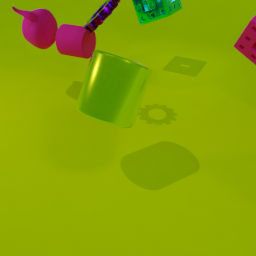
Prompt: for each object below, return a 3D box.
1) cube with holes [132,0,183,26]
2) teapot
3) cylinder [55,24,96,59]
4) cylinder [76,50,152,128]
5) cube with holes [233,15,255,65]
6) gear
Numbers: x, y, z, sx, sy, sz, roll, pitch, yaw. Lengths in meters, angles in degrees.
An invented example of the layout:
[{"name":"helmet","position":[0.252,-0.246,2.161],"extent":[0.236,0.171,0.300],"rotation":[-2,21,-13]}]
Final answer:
[{"name":"cube with holes","position":[1.021,-4.582,10.016],"extent":[1.220,1.220,1.220],"rotation":[-3,29,37]},{"name":"teapot","position":[-2.831,-3.131,8.713],"extent":[0.955,1.950,1.212],"rotation":[12,80,12]},{"name":"cylinder","position":[-1.593,-2.674,8.639],"extent":[0.933,0.933,0.933],"rotation":[14,42,16]},{"name":"cylinder","position":[-0.308,-0.826,6.046],"extent":[1.327,1.327,1.327],"rotation":[18,9,-3]},{"name":"cube with holes","position":[3.458,-2.199,6.553],"extent":[1.135,1.135,1.135],"rotation":[-44,80,-9]},{"name":"gear","position":[-0.673,-2.924,7.177],"extent":[1.140,0.211,1.140],"rotation":[-38,27,23]}]
